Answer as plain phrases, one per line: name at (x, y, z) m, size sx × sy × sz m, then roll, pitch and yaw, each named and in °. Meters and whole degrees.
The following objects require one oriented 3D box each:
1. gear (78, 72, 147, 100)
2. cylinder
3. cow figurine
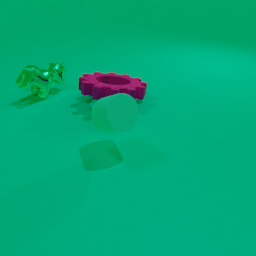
gear at (-0.470, -1.301, 8.683) m, size 2.065 × 0.382 × 2.065 m, roll 6°, pitch 24°, yaw -3°
cylinder at (-0.300, -0.326, 6.380) m, size 0.834 × 0.834 × 0.834 m, roll -20°, pitch 8°, yaw -28°
cow figurine at (-2.726, -1.712, 9.055) m, size 0.825 × 1.478 × 1.502 m, roll 22°, pitch -6°, yaw 31°
